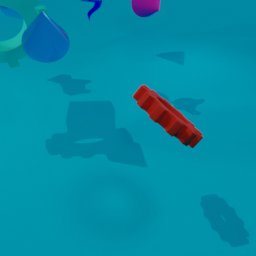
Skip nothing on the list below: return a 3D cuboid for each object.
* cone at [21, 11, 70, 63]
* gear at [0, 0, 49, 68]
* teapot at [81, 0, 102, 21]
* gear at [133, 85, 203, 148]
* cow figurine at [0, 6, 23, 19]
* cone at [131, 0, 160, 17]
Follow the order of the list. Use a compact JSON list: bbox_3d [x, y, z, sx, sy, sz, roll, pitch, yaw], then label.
[{"bbox_3d":[-1.489,-1.777,4.968,0.893,0.896,0.893,3,74,-11],"label":"cone"},{"bbox_3d":[-2.583,-2.056,5.583,1.963,1.963,0.363,-15,57,-18],"label":"gear"},{"bbox_3d":[-1.025,-3.517,6.764,0.879,1.795,1.116,-18,40,4],"label":"teapot"},{"bbox_3d":[0.589,-0.183,4.127,1.158,0.214,1.158,37,15,-11],"label":"gear"},{"bbox_3d":[-3.450,-3.627,7.917,1.441,0.804,1.464,1,42,-12],"label":"cow figurine"},{"bbox_3d":[0.844,-4.271,9.774,1.138,1.138,1.142,-13,41,-15],"label":"cone"}]
